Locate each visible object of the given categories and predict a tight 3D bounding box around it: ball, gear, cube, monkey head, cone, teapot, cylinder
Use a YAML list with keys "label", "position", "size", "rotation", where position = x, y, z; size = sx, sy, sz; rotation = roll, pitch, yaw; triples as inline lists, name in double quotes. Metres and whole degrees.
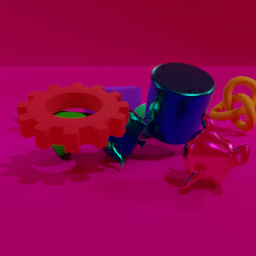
- label: "ball"
  position: [0.561, -0.218, 7.857]
  size: [0.944, 0.944, 0.944]
  rotation: [0, 14, 0]
- label: "gear"
  position: [-1.016, -0.291, 5.349]
  size: [2.029, 0.375, 2.029]
  rotation: [3, 32, -2]
- label: "cube"
  position: [-0.447, -0.581, 8.461]
  size: [1.263, 1.263, 1.263]
  rotation: [7, 15, 40]
- label: "monkey head"
  position: [1.428, 0.433, 4.706]
  size: [0.878, 1.457, 1.048]
  rotation: [24, -21, -7]
- label: "cone"
  position: [-1.009, -0.069, 6.008]
  size: [1.186, 1.182, 1.182]
  rotation: [-21, 13, 4]
- label: "teapot"
  position: [-0.053, 0.201, 6.140]
  size: [0.903, 1.147, 1.844]
  rotation: [26, 37, 5]
- label: "cylinder"
  position: [1.092, -0.551, 6.266]
  size: [1.355, 1.355, 1.355]
  rotation: [4, 41, -4]

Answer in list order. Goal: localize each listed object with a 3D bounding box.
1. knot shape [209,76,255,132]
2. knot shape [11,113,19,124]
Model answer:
- label: "knot shape"
  position: [3.285, -0.583, 8.308]
  size: [0.757, 1.639, 1.534]
  rotation: [18, 38, -35]
- label: "knot shape"
  position: [-2.949, -0.315, 8.533]
  size: [1.284, 0.593, 1.201]
  rotation: [-19, 12, 0]
